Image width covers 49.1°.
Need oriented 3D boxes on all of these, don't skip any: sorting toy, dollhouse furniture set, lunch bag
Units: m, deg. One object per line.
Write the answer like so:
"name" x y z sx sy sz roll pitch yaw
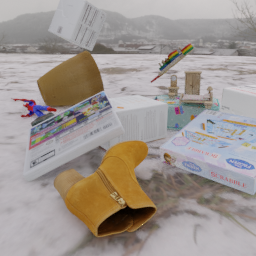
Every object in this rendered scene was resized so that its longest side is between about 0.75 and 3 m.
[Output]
"sorting toy" 1.813 -2.792 11.463 1.270 0.446 2.635 -39 2 -39
"dollhouse furniture set" 2.138 -1.413 9.921 1.716 0.982 2.012 3 18 16
"lunch bag" 2.179 -0.717 11.082 2.763 1.065 2.216 5 19 15

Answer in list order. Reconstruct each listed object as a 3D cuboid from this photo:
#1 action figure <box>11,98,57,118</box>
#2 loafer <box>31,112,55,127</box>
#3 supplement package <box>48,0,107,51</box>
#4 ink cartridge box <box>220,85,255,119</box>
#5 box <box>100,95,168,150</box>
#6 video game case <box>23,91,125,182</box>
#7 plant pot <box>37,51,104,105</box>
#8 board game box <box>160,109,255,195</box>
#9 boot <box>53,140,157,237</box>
"action figure" -4.027 -0.749 11.640 1.134 0.748 2.292 -5 18 -43
"loafer" -3.305 -0.327 10.814 1.015 0.365 0.319 -26 61 -36
"supplement package" -2.010 -4.101 10.949 1.078 1.514 1.944 15 14 -45
"ink cartridge box" 5.749 -1.076 11.911 2.852 1.198 2.075 -9 21 -25
"box" -0.099 -0.267 9.466 2.316 1.232 1.764 -12 22 -31
"video game case" -1.568 0.081 7.715 2.655 0.305 2.419 -27 32 0
"plant pot" -2.945 -2.187 13.802 2.742 2.555 2.555 -22 25 -19
"board game box" 2.643 0.438 7.621 2.567 0.528 2.561 17 39 41
"boot" -0.027 1.199 5.913 2.686 0.945 1.923 -20 32 -36
